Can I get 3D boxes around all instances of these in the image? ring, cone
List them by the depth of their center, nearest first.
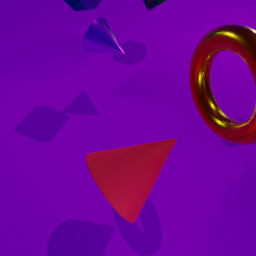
[{"bbox_3d":[1.784,-0.707,4.870,0.418,2.092,2.092,-18,59,-19],"label":"ring"},{"bbox_3d":[0.290,0.661,5.273,1.554,1.548,1.548,-37,62,3],"label":"cone"},{"bbox_3d":[-0.519,-2.349,7.912,1.102,1.097,1.097,35,63,11],"label":"cone"}]

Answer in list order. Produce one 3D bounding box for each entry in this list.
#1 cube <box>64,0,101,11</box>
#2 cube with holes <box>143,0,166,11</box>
[{"bbox_3d":[-1.042,-3.394,6.259,1.038,1.038,1.038,44,31,-3],"label":"cube"},{"bbox_3d":[0.970,-4.592,9.350,0.851,0.851,0.851,-35,108,-10],"label":"cube with holes"}]
